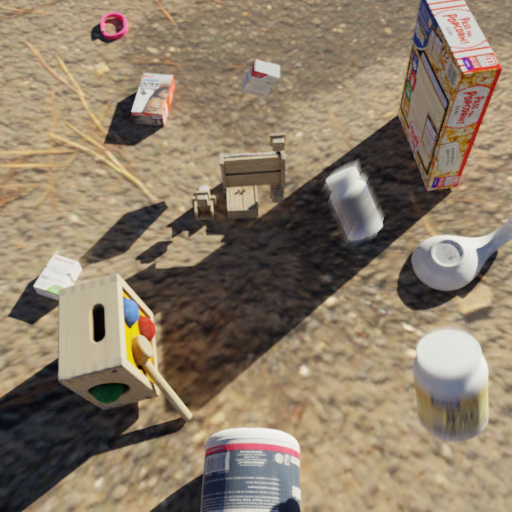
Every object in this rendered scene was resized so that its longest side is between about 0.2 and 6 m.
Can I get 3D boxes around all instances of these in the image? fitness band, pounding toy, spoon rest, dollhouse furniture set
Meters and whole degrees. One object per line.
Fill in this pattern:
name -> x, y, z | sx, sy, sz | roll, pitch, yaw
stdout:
fitness band -> -3.773, -6.107, 14.850 | 0.689, 0.180, 0.959 | -9, 59, -6
pounding toy -> -2.110, 1.636, 9.132 | 1.442, 1.867, 2.028 | -15, 58, 4
spoon rest -> 4.184, -0.147, 10.897 | 2.407, 0.729, 1.196 | -28, 60, -1
dollhouse furniture set -> -0.413, -1.799, 10.934 | 1.879, 2.204, 1.076 | -4, 57, -2

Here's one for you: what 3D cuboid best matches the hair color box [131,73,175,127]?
hair color box -> -2.408, -3.681, 13.172 | 0.745, 0.430, 1.344 | 5, 59, 3

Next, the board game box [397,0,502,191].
board game box -> 3.700, -3.222, 11.255 | 0.728, 3.143, 2.381 | -8, 59, -1

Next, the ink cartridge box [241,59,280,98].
ink cartridge box -> 0.079, -3.577, 11.329 | 0.545, 0.748, 0.310 | 8, 70, -21

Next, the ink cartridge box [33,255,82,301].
ink cartridge box -> -3.759, 0.419, 10.642 | 0.557, 0.322, 0.765 | 16, 59, 10

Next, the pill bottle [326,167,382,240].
pill bottle -> 1.124, -0.607, 6.489 | 0.437, 0.437, 0.768 | -29, 103, -17

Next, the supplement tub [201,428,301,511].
supplement tub -> -0.077, 3.623, 7.966 | 1.435, 1.435, 2.044 | 1, 58, 1

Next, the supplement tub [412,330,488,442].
supplement tub -> 2.580, 1.720, 7.441 | 0.933, 1.292, 0.933 | -12, 33, 8
